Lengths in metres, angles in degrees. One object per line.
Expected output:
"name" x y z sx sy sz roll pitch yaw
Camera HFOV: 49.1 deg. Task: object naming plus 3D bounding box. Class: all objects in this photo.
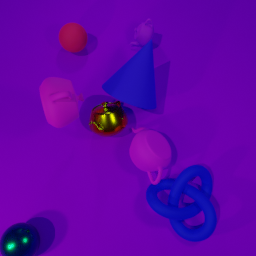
"teapot" -1.525 -0.626 6.642 0.944 1.927 1.198 -13 89 -11
"knot shape" 1.464 1.920 6.900 1.826 0.844 1.709 -18 72 -8
"cone" 0.324 -1.578 7.494 1.620 1.620 1.626 26 110 9
"teapot" -0.582 -0.283 7.572 1.079 0.850 1.735 4 30 24
"ball" -1.686 -2.781 8.629 0.877 0.877 0.877 0 69 0
"ball" -2.540 2.699 6.604 0.901 0.901 0.901 0 69 0
"teapot" 0.434 -2.906 8.645 0.549 1.122 0.698 17 52 -22
"teapot" 0.510 0.596 7.358 1.154 0.909 1.856 13 48 -39
